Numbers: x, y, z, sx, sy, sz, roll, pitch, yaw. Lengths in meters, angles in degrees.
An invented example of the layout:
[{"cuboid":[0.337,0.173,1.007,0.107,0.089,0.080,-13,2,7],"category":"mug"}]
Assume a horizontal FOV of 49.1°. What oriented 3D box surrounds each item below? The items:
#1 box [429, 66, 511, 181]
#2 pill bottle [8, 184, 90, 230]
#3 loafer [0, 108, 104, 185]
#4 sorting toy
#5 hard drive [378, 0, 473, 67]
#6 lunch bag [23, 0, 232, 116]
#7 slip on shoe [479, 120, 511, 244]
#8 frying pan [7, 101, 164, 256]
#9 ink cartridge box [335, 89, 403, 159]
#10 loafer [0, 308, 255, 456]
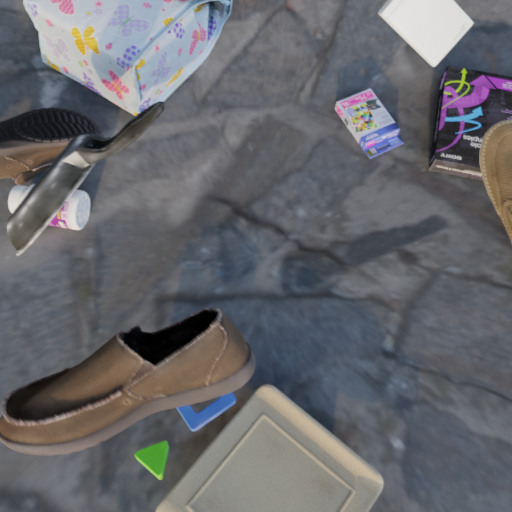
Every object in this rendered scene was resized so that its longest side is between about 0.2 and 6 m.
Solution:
[{"cuboid":[3.854,-2.240,9.572,1.501,0.379,2.099,12,68,5],"category":"box"},{"cuboid":[-3.249,-0.794,8.793,1.120,0.629,0.629,9,66,5],"category":"pill bottle"},{"cuboid":[-3.790,-1.709,9.105,2.588,0.919,0.945,-15,53,-23],"category":"loafer"},{"cuboid":[0.201,3.083,7.030,3.921,0.534,2.208,37,64,16],"category":"sorting toy"},{"cuboid":[1.968,-2.749,6.476,0.642,0.973,0.130,-48,29,20],"category":"hard drive"},{"cuboid":[-2.099,-4.177,9.710,2.361,1.770,2.784,33,63,11],"category":"lunch bag"},{"cuboid":[3.199,-0.499,6.289,0.943,0.752,2.481,-14,73,19],"category":"slip on shoe"},{"cuboid":[-2.155,-0.815,6.314,0.494,3.033,1.835,38,72,-21],"category":"frying pan"},{"cuboid":[1.963,-2.302,9.683,0.709,0.249,1.188,-24,70,-10],"category":"ink cartridge box"},{"cuboid":[-1.394,1.162,5.858,2.701,0.959,0.986,-19,27,-10],"category":"loafer"}]
